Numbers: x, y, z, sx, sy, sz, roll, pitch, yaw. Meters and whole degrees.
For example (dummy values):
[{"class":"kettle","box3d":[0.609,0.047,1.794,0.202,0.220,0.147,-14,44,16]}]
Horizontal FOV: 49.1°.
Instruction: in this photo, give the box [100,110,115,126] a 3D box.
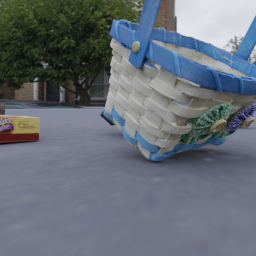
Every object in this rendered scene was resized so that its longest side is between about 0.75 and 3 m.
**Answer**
[{"class":"box","box3d":[0.272,-0.796,6.416,0.421,1.548,1.933,43,-19,-19]}]

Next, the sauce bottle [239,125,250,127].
[{"class":"sauce bottle","box3d":[2.829,-0.384,8.596,1.851,0.599,0.599,4,5,-4]}]

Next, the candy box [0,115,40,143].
[{"class":"candy box","box3d":[-2.706,-0.023,5.823,1.053,0.510,1.805,-1,6,-41]}]

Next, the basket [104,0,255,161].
[{"class":"basket","box3d":[1.009,-1.045,3.748,2.435,2.762,1.921,-8,34,-39]}]

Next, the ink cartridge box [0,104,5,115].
[{"class":"ink cartridge box","box3d":[-4.321,-0.740,6.954,2.262,1.081,2.577,-7,-3,-25]}]
